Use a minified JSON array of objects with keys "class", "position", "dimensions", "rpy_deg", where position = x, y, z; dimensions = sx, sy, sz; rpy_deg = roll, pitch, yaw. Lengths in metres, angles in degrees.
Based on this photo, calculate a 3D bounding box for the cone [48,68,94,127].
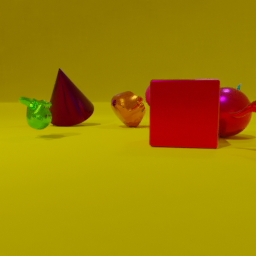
[{"class":"cone","position":[-2.071,-1.215,9.239],"dimensions":[1.678,1.684,1.678],"rpy_deg":[-3,39,3]}]

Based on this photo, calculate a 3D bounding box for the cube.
[{"class":"cube","position":[1.108,-0.316,5.668],"dimensions":[1.249,1.249,1.249],"rpy_deg":[1,6,10]}]

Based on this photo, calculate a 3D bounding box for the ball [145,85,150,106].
[{"class":"ball","position":[1.031,-1.033,8.993],"dimensions":[0.972,0.972,0.972],"rpy_deg":[0,6,0]}]

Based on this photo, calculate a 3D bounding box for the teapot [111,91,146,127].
[{"class":"teapot","position":[0.056,-0.685,9.138],"dimensions":[0.971,1.233,1.983],"rpy_deg":[-40,16,-10]}]

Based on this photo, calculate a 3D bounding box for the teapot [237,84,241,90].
[{"class":"teapot","position":[3.413,-0.756,9.713],"dimensions":[0.833,1.700,1.057],"rpy_deg":[40,20,-10]}]

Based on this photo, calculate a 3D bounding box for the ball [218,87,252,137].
[{"class":"ball","position":[2.275,-0.372,6.567],"dimensions":[1.172,1.172,1.172],"rpy_deg":[0,6,0]}]

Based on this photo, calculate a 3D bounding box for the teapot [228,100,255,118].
[{"class":"teapot","position":[2.574,-0.058,4.512],"dimensions":[1.782,0.873,1.108],"rpy_deg":[25,49,12]}]

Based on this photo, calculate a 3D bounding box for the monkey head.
[{"class":"monkey head","position":[-2.164,-0.331,6.444],"dimensions":[0.820,0.687,1.139],"rpy_deg":[17,-14,-20]}]
